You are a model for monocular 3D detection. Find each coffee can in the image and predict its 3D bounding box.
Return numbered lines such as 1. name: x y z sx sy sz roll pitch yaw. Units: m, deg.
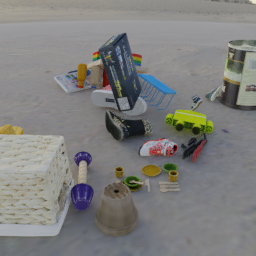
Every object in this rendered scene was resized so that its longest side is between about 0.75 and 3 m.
1. coffee can: 5.644 -2.553 13.295 2.096 2.863 2.096 0 27 0

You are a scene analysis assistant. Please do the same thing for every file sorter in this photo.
1. file sorter: 1.120 -1.623 12.672 1.604 0.984 1.113 40 26 26

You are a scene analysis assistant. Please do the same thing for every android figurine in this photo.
1. android figurine: 2.479 -0.278 11.323 1.900 0.429 2.087 11 21 10

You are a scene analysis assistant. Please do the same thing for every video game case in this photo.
1. video game case: -3.145 -2.623 15.974 1.537 0.200 1.689 -19 46 -31

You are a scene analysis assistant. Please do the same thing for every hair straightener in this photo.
1. hair straightener: 2.280 0.563 9.895 0.771 0.410 2.003 14 30 26

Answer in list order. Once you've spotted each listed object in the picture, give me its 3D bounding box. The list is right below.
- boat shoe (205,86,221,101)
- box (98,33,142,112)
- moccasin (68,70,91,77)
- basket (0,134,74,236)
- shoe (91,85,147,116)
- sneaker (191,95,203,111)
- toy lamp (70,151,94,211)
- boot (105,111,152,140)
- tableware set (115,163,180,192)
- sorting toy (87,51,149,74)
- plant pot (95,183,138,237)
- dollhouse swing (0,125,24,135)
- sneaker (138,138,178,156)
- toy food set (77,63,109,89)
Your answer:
1. boat shoe: 4.429 -1.844 14.514 0.447 0.527 1.448 20 38 27
2. box: -0.201 -2.121 10.534 0.625 2.450 1.932 -8 28 18
3. moccasin: -3.106 -3.544 17.744 1.456 0.586 0.496 -6 39 -15
4. basket: -2.975 1.306 6.926 2.888 1.782 1.958 0 26 1
5. shoe: -0.233 -1.425 13.123 2.886 1.031 1.313 13 31 28
6. sneaker: 2.834 -1.080 11.948 0.278 0.793 0.430 -23 69 -31
7. toy lamp: -1.286 1.445 7.946 0.638 0.638 2.192 -3 28 -6
8. boot: -0.037 -0.152 11.073 1.471 0.703 1.948 -6 28 -20
9. tableware set: 0.572 1.393 8.398 1.957 0.300 1.318 0 27 0
10. sorting toy: -0.602 -3.814 16.219 2.829 0.991 2.846 5 4 -23
11. plant pot: -0.272 1.871 6.767 1.077 0.934 1.077 1 26 0
12. dollhouse swing: -4.793 0.087 9.529 2.071 1.882 1.821 -1 48 -1
13. sneaker: 1.066 0.723 9.529 1.367 0.456 0.732 -16 28 -33
14. toy food set: -1.552 -2.738 15.889 1.373 1.294 2.876 9 4 30
